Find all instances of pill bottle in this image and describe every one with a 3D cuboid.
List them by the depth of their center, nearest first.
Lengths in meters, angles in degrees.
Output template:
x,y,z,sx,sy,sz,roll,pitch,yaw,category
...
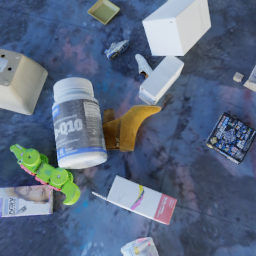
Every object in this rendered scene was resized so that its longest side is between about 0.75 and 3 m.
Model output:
x,y,z,sx,sy,sz,roll,pitch,yaw,category
-1.743,-0.158,9.772,1.655,1.655,2.909,-10,73,-3,pill bottle

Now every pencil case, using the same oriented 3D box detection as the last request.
x,y,z,sx,sy,sz,roll,pitch,yaw,category
0.633,4.728,8.596,1.066,1.163,2.564,-32,69,36,pencil case

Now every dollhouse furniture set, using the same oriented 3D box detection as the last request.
x,y,z,sx,sy,sz,roll,pitch,yaw,category
5.630,-2.325,10.703,2.320,1.133,1.978,29,75,8,dollhouse furniture set

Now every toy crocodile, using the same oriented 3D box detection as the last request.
x,y,z,sx,sy,sz,roll,pitch,yaw,category
-2.855,1.515,9.625,2.961,1.000,0.914,32,78,9,toy crocodile

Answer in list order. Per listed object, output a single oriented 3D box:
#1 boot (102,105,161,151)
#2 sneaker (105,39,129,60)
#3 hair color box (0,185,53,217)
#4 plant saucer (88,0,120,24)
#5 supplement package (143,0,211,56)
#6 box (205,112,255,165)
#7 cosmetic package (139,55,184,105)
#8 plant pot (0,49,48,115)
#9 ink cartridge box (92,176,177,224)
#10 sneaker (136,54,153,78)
x,y,z,sx,sy,sz,roll,pitch,yaw,category
0.174,0.030,10.267,2.250,0.792,1.611,-6,79,2,boot
-0.457,-3.300,11.364,1.161,0.447,0.494,-38,73,-11,sneaker
-3.504,2.492,9.571,1.768,0.573,0.966,-3,73,-3,hair color box
-1.026,-4.939,11.942,1.014,0.246,1.014,38,77,11,plant saucer
1.868,-3.869,10.420,1.397,1.414,2.332,12,47,39,supplement package
3.808,0.355,10.310,1.439,0.360,1.450,31,76,9,box
1.239,-1.799,10.611,0.738,1.026,1.818,37,78,10,cosmetic package
-4.384,-1.839,10.252,1.948,1.727,1.950,14,75,4,plant pot
0.188,2.268,9.165,2.507,1.460,0.846,20,75,6,ink cartridge box
0.542,-2.455,11.123,0.454,0.391,1.073,-32,77,-12,sneaker
